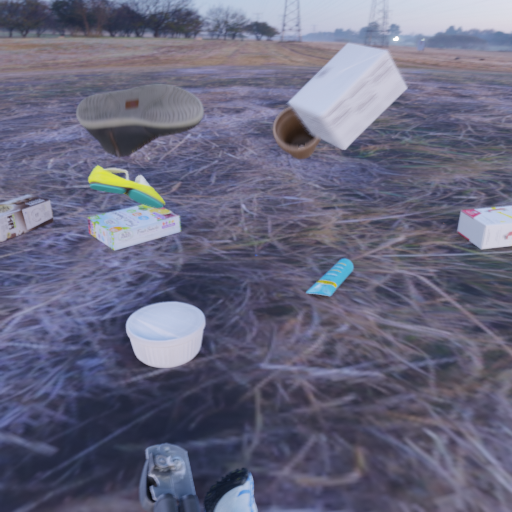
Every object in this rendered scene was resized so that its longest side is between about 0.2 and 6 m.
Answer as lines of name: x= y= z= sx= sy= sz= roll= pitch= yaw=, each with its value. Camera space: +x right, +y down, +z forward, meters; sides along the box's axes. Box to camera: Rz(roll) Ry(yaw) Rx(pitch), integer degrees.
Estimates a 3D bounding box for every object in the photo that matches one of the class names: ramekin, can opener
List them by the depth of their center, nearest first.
can opener: x=-0.821 y=2.611 z=5.473 sx=0.466 sy=0.584 sz=1.746 roll=15 pitch=27 yaw=-25
ramekin: x=-1.338 y=1.193 z=8.374 sx=1.161 sy=0.541 sz=1.161 roll=1 pitch=24 yaw=0

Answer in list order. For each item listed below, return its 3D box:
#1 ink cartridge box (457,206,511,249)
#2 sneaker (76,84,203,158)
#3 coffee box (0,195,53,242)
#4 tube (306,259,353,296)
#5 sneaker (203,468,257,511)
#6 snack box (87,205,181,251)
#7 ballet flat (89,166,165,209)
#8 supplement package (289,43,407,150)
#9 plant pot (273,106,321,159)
ink cartridge box: x=5.381 y=-0.654 z=12.425 sx=1.396 sy=0.582 sz=1.013 roll=-5 pitch=25 yaw=-12
sneaker: x=-2.217 y=-2.717 z=11.522 sx=2.553 sy=0.955 sz=1.356 roll=2 pitch=-21 yaw=10
coffee box: x=-5.568 y=-0.894 z=12.956 sx=0.830 sy=0.586 sz=1.468 roll=14 pitch=28 yaw=28
tube: x=1.417 y=0.443 z=10.413 sx=0.475 sy=0.309 sz=1.228 roll=1 pitch=25 yaw=35
sneaker: x=-0.192 y=2.610 z=5.422 sx=0.538 sy=0.542 sz=1.496 roll=-26 pitch=12 yaw=3
snack box: x=-2.752 y=-0.706 z=12.700 sx=1.708 sy=0.453 sz=1.215 roll=-19 pitch=31 yaw=-36
ballet flat: x=-2.419 y=-1.352 z=10.689 sx=1.485 sy=0.498 sz=0.496 roll=16 pitch=-20 yaw=-19
supplement package: x=1.712 y=-3.042 z=10.624 sx=1.656 sy=0.918 sz=1.290 roll=-44 pitch=36 yaw=0
plant pot: x=1.015 y=-2.790 z=13.137 sx=1.157 sy=1.157 sz=1.009 roll=5 pitch=-15 yaw=11
